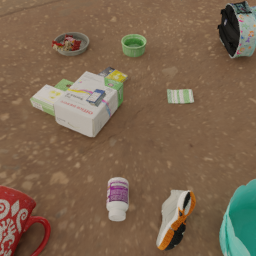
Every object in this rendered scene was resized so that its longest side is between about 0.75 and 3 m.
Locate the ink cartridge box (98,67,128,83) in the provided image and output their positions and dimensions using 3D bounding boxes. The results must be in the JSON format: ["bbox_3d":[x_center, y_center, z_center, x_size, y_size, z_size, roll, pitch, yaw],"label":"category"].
[{"bbox_3d":[-0.855,-2.368,13.441,1.209,0.288,1.224,32,54,23],"label":"ink cartridge box"}]

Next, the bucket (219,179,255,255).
[{"bbox_3d":[3.969,3.010,7.844,2.777,1.807,2.777,0,49,0],"label":"bucket"}]

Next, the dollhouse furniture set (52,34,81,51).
[{"bbox_3d":[-3.276,-4.424,14.506,0.832,0.629,1.546,36,29,26],"label":"dollhouse furniture set"}]

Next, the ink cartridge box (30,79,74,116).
[{"bbox_3d":[-3.012,-1.529,12.586,1.607,0.530,2.209,23,55,19],"label":"ink cartridge box"}]

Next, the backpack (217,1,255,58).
[{"bbox_3d":[5.795,-4.883,14.288,1.920,2.264,2.551,-1,53,2],"label":"backpack"}]

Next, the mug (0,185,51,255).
[{"bbox_3d":[-3.614,3.161,7.823,2.305,1.732,2.596,7,53,8],"label":"mug"}]

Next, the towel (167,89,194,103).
[{"bbox_3d":[2.379,-1.454,12.749,1.150,0.135,0.877,1,50,0],"label":"towel"}]

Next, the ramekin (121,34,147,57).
[{"bbox_3d":[0.313,-4.355,14.886,1.314,0.642,1.314,0,50,0],"label":"ramekin"}]

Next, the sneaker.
[{"bbox_3d":[1.357,2.836,8.807,0.912,0.751,1.983,0,50,53],"label":"sneaker"}]

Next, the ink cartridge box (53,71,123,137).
[{"bbox_3d":[-1.559,-1.042,11.564,1.854,1.116,2.551,21,50,16],"label":"ink cartridge box"}]

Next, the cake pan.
[{"bbox_3d":[-3.058,-4.559,15.250,1.922,0.352,1.922,0,50,0],"label":"cake pan"}]

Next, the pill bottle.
[{"bbox_3d":[-0.337,2.325,9.131,0.714,0.714,1.272,0,50,0],"label":"pill bottle"}]
